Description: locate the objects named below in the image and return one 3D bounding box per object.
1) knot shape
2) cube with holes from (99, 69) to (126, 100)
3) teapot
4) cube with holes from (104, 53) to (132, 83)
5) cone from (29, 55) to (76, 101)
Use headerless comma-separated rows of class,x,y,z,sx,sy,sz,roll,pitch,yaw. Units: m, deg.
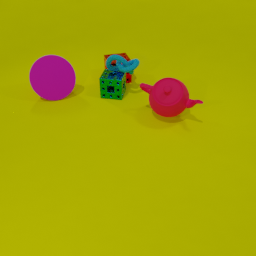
knot shape,-0.090,-2.221,9.886,1.189,0.549,1.113,2,12,-45
cube with holes,-0.538,-1.600,10.249,0.802,0.802,0.802,6,37,9
teapot,1.313,-0.992,8.656,2.059,1.008,1.280,21,79,17
cube with holes,-0.410,-2.369,11.197,0.912,0.912,0.912,-9,37,-12
cone,-2.824,-1.932,10.585,1.587,1.587,1.592,-9,15,-12
